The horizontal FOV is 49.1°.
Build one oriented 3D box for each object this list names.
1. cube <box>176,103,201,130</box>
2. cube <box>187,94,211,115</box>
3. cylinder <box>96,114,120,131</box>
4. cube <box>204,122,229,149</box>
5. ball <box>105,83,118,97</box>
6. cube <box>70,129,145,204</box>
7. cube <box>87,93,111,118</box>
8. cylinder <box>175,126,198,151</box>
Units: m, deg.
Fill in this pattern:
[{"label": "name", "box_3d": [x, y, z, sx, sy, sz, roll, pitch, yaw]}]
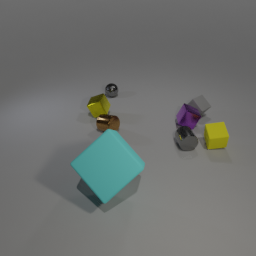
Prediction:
[{"label": "cube", "box_3d": [2.523, -0.482, 11.719, 0.700, 0.700, 0.700, 22, 29, -13]}, {"label": "cube", "box_3d": [3.091, -0.937, 12.419, 0.700, 0.700, 0.700, -27, 76, -36]}, {"label": "cylinder", "box_3d": [-0.804, -0.191, 11.324, 0.700, 0.700, 0.700, 9, 30, 38]}, {"label": "cube", "box_3d": [3.255, 0.285, 10.371, 0.700, 0.700, 0.700, -7, 51, 4]}, {"label": "ball", "box_3d": [-0.838, -1.934, 14.307, 0.700, 0.700, 0.700, 0, 31, 0]}, {"label": "cube", "box_3d": [-0.498, 1.011, 7.874, 1.400, 1.400, 1.400, 48, 2, 5]}, {"label": "cube", "box_3d": [-1.291, -0.996, 12.435, 0.700, 0.700, 0.700, -14, 36, 25]}, {"label": "cylinder", "box_3d": [2.184, 0.391, 10.493, 0.700, 0.700, 0.700, -5, 32, -7]}]
